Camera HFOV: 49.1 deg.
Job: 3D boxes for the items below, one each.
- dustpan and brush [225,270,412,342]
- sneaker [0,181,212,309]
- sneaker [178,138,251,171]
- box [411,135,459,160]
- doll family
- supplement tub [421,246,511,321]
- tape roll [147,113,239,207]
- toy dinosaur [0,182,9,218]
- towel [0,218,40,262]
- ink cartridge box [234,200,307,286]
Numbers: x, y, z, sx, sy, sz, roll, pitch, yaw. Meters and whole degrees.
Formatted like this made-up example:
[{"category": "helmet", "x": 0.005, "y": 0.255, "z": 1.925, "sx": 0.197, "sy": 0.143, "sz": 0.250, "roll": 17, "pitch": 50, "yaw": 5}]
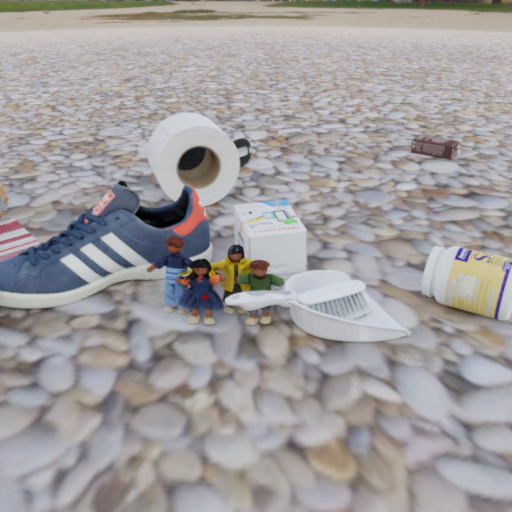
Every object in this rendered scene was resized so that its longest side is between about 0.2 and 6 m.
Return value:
[{"category": "dustpan and brush", "x": 0.687, "y": 0.600, "z": 7.219, "sx": 2.267, "sy": 0.649, "sz": 1.582, "roll": -10, "pitch": 29, "yaw": -19}, {"category": "sneaker", "x": -2.316, "y": -0.299, "z": 8.107, "sx": 3.408, "sy": 1.440, "sz": 1.278, "roll": -14, "pitch": 30, "yaw": -24}, {"category": "sneaker", "x": -1.304, "y": -2.293, "z": 12.871, "sx": 1.309, "sy": 0.858, "sz": 2.275, "roll": 12, "pitch": 21, "yaw": 40}, {"category": "box", "x": 4.444, "y": -2.708, "z": 13.937, "sx": 1.039, "sy": 0.389, "sz": 0.520, "roll": 17, "pitch": 31, "yaw": 32}, {"category": "doll family", "x": -0.557, "y": 0.291, "z": 7.358, "sx": 1.807, "sy": 1.044, "sz": 0.709, "roll": -1, "pitch": 22, "yaw": -3}, {"category": "supplement tub", "x": 2.896, "y": 0.336, "z": 7.534, "sx": 1.138, "sy": 0.827, "sz": 0.827, "roll": 16, "pitch": 31, "yaw": 27}, {"category": "tape roll", "x": -1.245, "y": -1.889, "z": 10.988, "sx": 1.625, "sy": 1.625, "sz": 1.116, "roll": -9, "pitch": 28, "yaw": -16}, {"category": "toy dinosaur", "x": -6.389, "y": -1.745, "z": 8.687, "sx": 3.181, "sy": 4.687, "sz": 2.394, "roll": 7, "pitch": 57, "yaw": 42}, {"category": "towel", "x": -4.318, "y": -0.100, "z": 9.064, "sx": 1.359, "sy": 0.215, "sz": 1.887, "roll": -21, "pitch": 31, "yaw": -31}, {"category": "ink cartridge box", "x": 0.196, "y": -0.202, "z": 8.517, "sx": 0.878, "sy": 0.874, "sz": 1.196, "roll": -7, "pitch": 29, "yaw": -11}]
